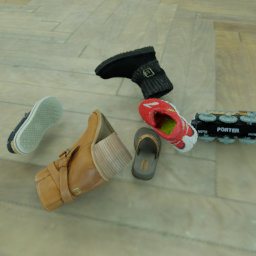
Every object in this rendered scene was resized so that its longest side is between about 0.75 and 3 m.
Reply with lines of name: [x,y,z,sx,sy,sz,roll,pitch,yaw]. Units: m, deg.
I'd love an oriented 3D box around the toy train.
toy train: [2.889,-0.095,8.185,2.101,0.895,1.198,3,20,16]

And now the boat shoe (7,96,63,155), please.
boat shoe: [-2.686,-0.129,8.177,0.756,0.906,2.428,-17,32,30]

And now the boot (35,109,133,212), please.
boot: [-1.275,0.753,7.332,2.303,1.137,2.966,-34,32,-2]

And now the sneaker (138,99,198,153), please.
sneaker: [0.952,-0.321,7.922,0.975,1.075,2.531,-54,38,6]

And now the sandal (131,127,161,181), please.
sandal: [0.486,0.566,7.729,0.824,0.550,2.016,8,37,8]

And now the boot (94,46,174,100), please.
boot: [0.222,-1.676,9.565,2.383,0.897,1.782,-20,82,-8]
